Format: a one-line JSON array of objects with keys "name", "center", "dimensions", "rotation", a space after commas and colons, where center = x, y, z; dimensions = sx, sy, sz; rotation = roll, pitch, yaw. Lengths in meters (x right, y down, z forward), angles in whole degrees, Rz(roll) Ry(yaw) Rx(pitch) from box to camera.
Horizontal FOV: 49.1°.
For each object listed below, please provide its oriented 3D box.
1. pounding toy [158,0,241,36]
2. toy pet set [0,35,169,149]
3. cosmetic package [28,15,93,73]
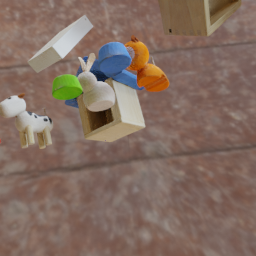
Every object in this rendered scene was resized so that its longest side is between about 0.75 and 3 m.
[{"name": "pounding toy", "center": [1.423, -2.938, 5.803], "dimensions": [1.417, 1.835, 1.993], "rotation": [18, 50, 39]}, {"name": "toy pet set", "center": [-0.667, -0.768, 4.654], "dimensions": [2.837, 2.649, 1.507], "rotation": [-24, 71, 29]}, {"name": "cosmetic package", "center": [-1.332, -1.674, 5.575], "dimensions": [0.311, 0.906, 1.202], "rotation": [49, 49, -25]}]
